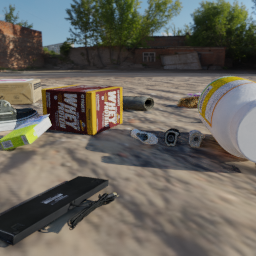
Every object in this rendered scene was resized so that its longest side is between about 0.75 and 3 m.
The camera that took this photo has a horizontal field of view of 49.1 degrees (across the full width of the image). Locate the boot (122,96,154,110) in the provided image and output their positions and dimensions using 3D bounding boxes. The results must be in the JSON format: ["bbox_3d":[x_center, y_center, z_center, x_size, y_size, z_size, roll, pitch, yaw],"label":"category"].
[{"bbox_3d":[-0.206,-1.080,12.074,2.161,0.784,1.964,16,22,31],"label":"boot"}]

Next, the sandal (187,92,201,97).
[{"bbox_3d":[3.904,-1.859,15.751,0.617,0.373,1.517,-11,17,-38],"label":"sandal"}]

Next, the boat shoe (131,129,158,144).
[{"bbox_3d":[0.436,0.249,6.792,0.778,0.275,0.270,18,5,-28],"label":"boat shoe"}]

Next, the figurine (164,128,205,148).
[{"bbox_3d":[1.477,0.189,7.332,0.990,0.426,0.966,3,10,10],"label":"figurine"}]

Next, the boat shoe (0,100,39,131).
[{"bbox_3d":[-3.925,-0.425,8.606,0.958,0.943,2.659,10,17,36],"label":"boat shoe"}]

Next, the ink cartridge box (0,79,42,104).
[{"bbox_3d":[-6.105,-1.887,14.316,2.948,1.107,2.428,-3,15,-8],"label":"ink cartridge box"}]

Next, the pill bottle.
[{"bbox_3d":[2.617,-0.265,6.361,1.601,1.601,2.882,1,15,4],"label":"pill bottle"}]

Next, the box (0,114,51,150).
[{"bbox_3d":[-2.512,0.079,7.060,0.782,0.306,1.282,-13,20,18],"label":"box"}]

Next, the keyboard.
[{"bbox_3d":[-0.883,1.102,3.952,1.170,0.190,1.842,1,13,33],"label":"keyboard"}]

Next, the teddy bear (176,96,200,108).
[{"bbox_3d":[3.073,-1.164,12.800,1.692,0.565,1.227,-5,5,14],"label":"teddy bear"}]

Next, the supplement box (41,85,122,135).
[{"bbox_3d":[-1.401,-0.672,8.990,1.877,1.246,1.852,7,15,26],"label":"supplement box"}]
